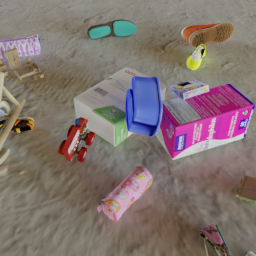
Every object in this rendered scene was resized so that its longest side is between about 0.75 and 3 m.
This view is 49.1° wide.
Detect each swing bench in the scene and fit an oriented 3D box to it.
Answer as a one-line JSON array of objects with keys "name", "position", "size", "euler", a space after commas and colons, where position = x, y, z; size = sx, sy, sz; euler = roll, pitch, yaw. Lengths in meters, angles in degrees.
[{"name": "swing bench", "position": [-5.191, -0.160, 8.669], "size": [2.861, 1.866, 2.877], "euler": [6, 69, 5]}]

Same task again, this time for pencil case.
[{"name": "pencil case", "position": [-0.052, 1.745, 7.567], "size": [0.725, 0.725, 1.659], "euler": [30, 51, 29]}, {"name": "pencil case", "position": [-5.366, -3.935, 13.567], "size": [2.251, 0.962, 0.945], "euler": [-13, 47, -12]}]

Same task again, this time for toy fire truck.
[{"name": "toy fire truck", "position": [-1.538, 0.287, 8.434], "size": [0.799, 1.197, 1.425], "euler": [21, 63, 3]}]

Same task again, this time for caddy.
[{"name": "caddy", "position": [0.551, -0.671, 8.371], "size": [0.997, 1.343, 1.899], "euler": [5, 59, -12]}]

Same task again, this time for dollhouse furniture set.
[{"name": "dollhouse furniture set", "position": [3.882, 1.915, 7.719], "size": [1.603, 0.619, 0.801], "euler": [9, 47, 38]}, {"name": "dollhouse furniture set", "position": [-4.823, -2.732, 12.323], "size": [1.507, 0.863, 1.768], "euler": [-29, 50, -27]}]

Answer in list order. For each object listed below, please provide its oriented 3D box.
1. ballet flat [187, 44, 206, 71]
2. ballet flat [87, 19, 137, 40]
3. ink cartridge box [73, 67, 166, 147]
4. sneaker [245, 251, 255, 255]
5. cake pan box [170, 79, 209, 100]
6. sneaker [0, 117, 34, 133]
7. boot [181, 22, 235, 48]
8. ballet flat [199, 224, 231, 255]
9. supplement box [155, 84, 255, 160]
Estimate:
[{"name": "ballet flat", "position": [3.257, -3.418, 13.217], "size": [0.631, 0.633, 1.887], "euler": [25, 47, 13]}, {"name": "ballet flat", "position": [-0.908, -5.461, 15.311], "size": [2.712, 0.922, 0.927], "euler": [-8, 33, -9]}, {"name": "ink cartridge box", "position": [-0.229, -0.876, 10.043], "size": [1.995, 1.152, 2.731], "euler": [32, 52, 28]}, {"name": "sneaker", "position": [2.996, 3.083, 6.258], "size": [0.316, 0.482, 0.838], "euler": [-14, 44, -14]}, {"name": "cake pan box", "position": [1.896, -1.222, 8.757], "size": [0.896, 0.254, 0.973], "euler": [-16, 24, -10]}, {"name": "sneaker", "position": [-3.921, -0.061, 9.714], "size": [1.266, 0.443, 0.570], "euler": [-7, 40, -11]}, {"name": "boot", "position": [4.249, -5.162, 14.915], "size": [2.774, 1.041, 1.488], "euler": [-15, 39, -14]}, {"name": "ballet flat", "position": [2.170, 3.007, 6.359], "size": [0.616, 0.598, 1.731], "euler": [-27, 41, -1]}, {"name": "supplement box", "position": [2.408, -0.251, 9.122], "size": [2.785, 1.409, 1.439], "euler": [-15, 42, -13]}]
